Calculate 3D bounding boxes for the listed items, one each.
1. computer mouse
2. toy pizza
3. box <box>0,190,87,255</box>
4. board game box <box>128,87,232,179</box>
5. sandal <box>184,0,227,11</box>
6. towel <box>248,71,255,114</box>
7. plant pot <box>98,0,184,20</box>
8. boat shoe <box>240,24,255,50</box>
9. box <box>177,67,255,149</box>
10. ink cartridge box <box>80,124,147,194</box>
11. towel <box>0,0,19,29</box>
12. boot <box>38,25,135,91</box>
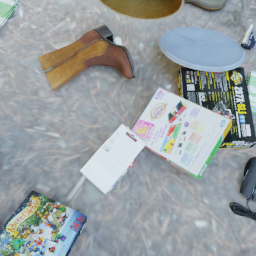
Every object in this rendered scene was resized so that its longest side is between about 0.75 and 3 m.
[{"bbox_3d":[3.475,1.611,7.188,1.195,0.392,1.702,27,72,11],"label":"computer mouse"},{"bbox_3d":[2.158,-2.288,8.325,2.505,0.397,2.505,3,44,-3],"label":"toy pizza"},{"bbox_3d":[-2.147,2.666,6.230,1.577,0.435,2.309,23,44,8],"label":"box"},{"bbox_3d":[1.294,0.066,7.242,2.134,0.430,1.632,31,85,29],"label":"board game box"},{"bbox_3d":[1.997,-4.666,9.356,2.750,0.751,1.124,20,71,7],"label":"sandal"},{"bbox_3d":[4.043,-1.012,8.301,1.039,0.159,1.362,11,70,3],"label":"towel"},{"bbox_3d":[0.381,-3.587,5.721,1.862,1.862,1.998,11,86,4],"label":"plant pot"},{"bbox_3d":[3.915,-2.881,8.952,0.408,0.329,0.880,28,77,1],"label":"boat shoe"},{"bbox_3d":[2.436,-0.596,7.926,1.885,0.582,2.361,-1,70,-2],"label":"box"},{"bbox_3d":[-0.351,0.805,7.357,0.906,0.419,1.663,39,82,14],"label":"ink cartridge box"},{"bbox_3d":[-4.899,-3.566,9.216,1.802,0.276,2.362,22,72,8],"label":"towel"},{"bbox_3d":[-1.221,-1.836,8.265,2.410,0.825,2.269,-31,73,-10],"label":"boot"}]
